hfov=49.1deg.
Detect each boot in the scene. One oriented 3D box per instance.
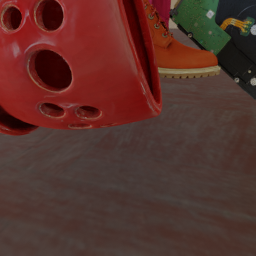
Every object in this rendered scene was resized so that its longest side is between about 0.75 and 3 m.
[{"bbox_3d":[0.552,-1.838,5.708,2.868,1.538,1.076,14,16,7],"label":"boot"}]

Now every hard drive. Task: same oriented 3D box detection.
[{"bbox_3d":[2.447,-2.342,5.947,0.560,2.068,2.960,-17,60,-50],"label":"hard drive"}]

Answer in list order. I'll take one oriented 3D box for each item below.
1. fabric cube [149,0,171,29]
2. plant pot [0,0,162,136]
[{"bbox_3d":[-0.399,-3.093,7.695,2.806,2.860,2.851,6,16,15],"label":"fabric cube"},{"bbox_3d":[-1.033,-1.277,4.193,2.638,2.897,2.897,-14,22,12],"label":"plant pot"}]
